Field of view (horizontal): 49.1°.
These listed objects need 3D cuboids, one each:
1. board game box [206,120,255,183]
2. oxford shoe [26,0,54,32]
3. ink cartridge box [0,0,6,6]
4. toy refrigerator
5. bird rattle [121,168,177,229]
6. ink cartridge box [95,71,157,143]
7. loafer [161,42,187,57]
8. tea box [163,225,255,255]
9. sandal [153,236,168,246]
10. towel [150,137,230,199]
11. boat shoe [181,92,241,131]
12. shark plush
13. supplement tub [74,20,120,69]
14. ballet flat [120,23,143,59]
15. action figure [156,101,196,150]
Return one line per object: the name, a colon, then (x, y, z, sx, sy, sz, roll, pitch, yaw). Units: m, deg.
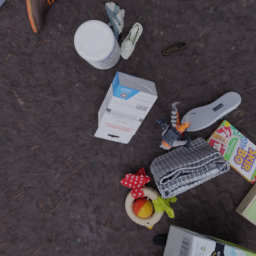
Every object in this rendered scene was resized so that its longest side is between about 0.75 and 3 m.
board game box: (3.923, 0.858, 9.911, 2.270, 0.340, 1.084, 41, 88, -1)
oxford shoe: (-2.948, -4.765, 9.900, 1.018, 0.999, 2.806, 4, 87, -6)
ink cartridge box: (-5.158, -5.230, 10.096, 1.745, 0.614, 2.925, 40, 91, 2)
toy refrigerator: (4.626, 2.375, 9.637, 0.699, 0.645, 1.842, 38, 87, 2)
bird rattle: (0.567, 2.479, 9.477, 2.089, 1.177, 1.703, 28, 103, 4)
ink cartridge box: (-0.147, -0.542, 8.521, 1.224, 0.716, 2.111, 14, 131, -20)
loafer: (1.674, -2.896, 10.079, 1.002, 0.357, 0.366, -23, 87, -1)
tea box: (2.506, 4.835, 8.481, 2.781, 1.889, 2.827, 19, 77, -10)
sandal: (1.448, 3.947, 9.779, 1.164, 0.262, 0.437, 1, 81, 15)
towel: (1.868, 1.198, 9.037, 2.261, 1.872, 0.967, -25, 96, 1)
boat shoe: (2.909, -0.460, 9.771, 2.260, 0.640, 0.776, -28, 62, -1)
shark plush: (-0.469, -3.776, 10.210, 0.644, 0.702, 1.546, -1, 108, 20)
supplement tub: (-0.949, -2.668, 9.232, 1.252, 1.897, 1.252, 0, 94, 3)
ballet flat: (0.088, -3.173, 10.055, 0.495, 0.495, 1.379, 25, 88, 1)
action figure: (1.315, -0.044, 8.730, 1.588, 0.831, 1.536, 37, 121, 40)
